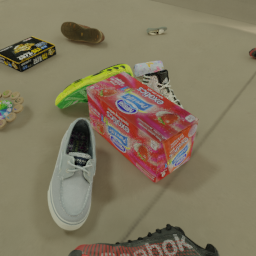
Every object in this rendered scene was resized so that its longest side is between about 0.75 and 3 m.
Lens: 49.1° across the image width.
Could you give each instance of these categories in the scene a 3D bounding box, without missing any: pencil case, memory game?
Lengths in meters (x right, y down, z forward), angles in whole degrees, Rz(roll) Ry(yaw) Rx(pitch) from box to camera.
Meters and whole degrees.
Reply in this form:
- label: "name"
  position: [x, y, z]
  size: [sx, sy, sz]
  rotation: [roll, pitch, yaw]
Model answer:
- label: "pencil case"
  position: [0.784, -2.221, 10.524]
  size: [1.089, 0.494, 0.453]
  rotation: [-14, 54, -14]
- label: "memory game"
  position: [-4.004, -0.575, 8.669]
  size: [1.663, 0.106, 1.663]
  rotation: [-7, 52, 9]

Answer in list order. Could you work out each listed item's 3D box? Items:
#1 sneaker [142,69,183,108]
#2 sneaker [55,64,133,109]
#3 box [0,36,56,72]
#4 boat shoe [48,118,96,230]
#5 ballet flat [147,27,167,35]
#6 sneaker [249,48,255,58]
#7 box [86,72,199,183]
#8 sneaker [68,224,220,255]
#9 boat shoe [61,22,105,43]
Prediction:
- label: "sneaker"
  position: [1.100, -0.896, 8.391]
  size: [0.890, 1.357, 2.358]
  rotation: [-24, 47, -24]
- label: "sneaker"
  position: [-1.050, -1.111, 8.867]
  size: [2.677, 1.119, 0.992]
  rotation: [-21, 19, 4]
- label: "box"
  position: [-4.153, -3.075, 11.490]
  size: [1.509, 0.466, 1.890]
  rotation: [28, 49, 25]
- label: "boat shoe"
  position: [-1.234, 0.876, 6.483]
  size: [0.964, 0.984, 2.763]
  rotation: [12, 45, -17]
- label: "ballet flat"
  position: [1.388, -4.591, 13.330]
  size: [1.006, 0.339, 0.320]
  rotation: [-5, 70, -4]
- label: "sneaker"
  position: [5.592, -2.914, 11.282]
  size: [1.349, 0.477, 0.659]
  rotation: [12, 41, 11]
- label: "box"
  position: [0.265, -0.138, 7.487]
  size: [1.383, 1.445, 2.898]
  rotation: [-29, 50, -28]
- label: "sneaker"
  position: [0.379, 2.399, 5.007]
  size: [2.875, 1.016, 1.405]
  rotation: [9, 43, 6]
- label: "boat shoe"
  position: [-2.043, -4.252, 12.674]
  size: [2.147, 0.773, 0.725]
  rotation: [19, 15, 18]
